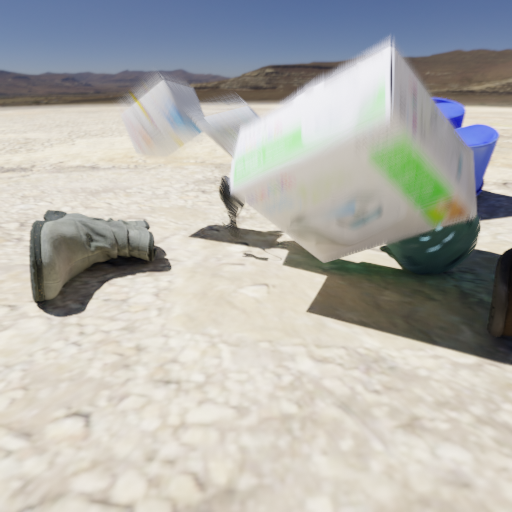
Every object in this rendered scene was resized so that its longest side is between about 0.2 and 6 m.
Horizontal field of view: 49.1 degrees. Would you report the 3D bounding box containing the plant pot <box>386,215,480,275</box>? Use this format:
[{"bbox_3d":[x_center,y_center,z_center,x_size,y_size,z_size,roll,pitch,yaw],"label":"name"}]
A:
[{"bbox_3d":[2.743,-0.724,9.461,1.837,1.837,1.799,-2,33,-5],"label":"plant pot"}]

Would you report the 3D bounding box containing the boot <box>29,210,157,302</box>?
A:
[{"bbox_3d":[-2.559,-0.152,9.130,1.917,0.994,2.935,2,20,-12],"label":"boot"}]

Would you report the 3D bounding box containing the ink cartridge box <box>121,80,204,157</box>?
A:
[{"bbox_3d":[-1.858,-2.735,11.351,1.302,0.958,0.941,-28,-11,30],"label":"ink cartridge box"}]

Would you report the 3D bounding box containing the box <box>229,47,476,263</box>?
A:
[{"bbox_3d":[1.389,-1.268,8.052,2.639,1.276,2.328,-19,-40,38],"label":"box"}]

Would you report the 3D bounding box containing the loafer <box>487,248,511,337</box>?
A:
[{"bbox_3d":[3.862,0.375,7.341,1.008,1.032,2.826,15,24,37],"label":"loafer"}]

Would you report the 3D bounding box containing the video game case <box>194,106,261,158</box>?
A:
[{"bbox_3d":[-0.283,-2.121,9.750,1.228,0.135,1.119,-3,-26,39],"label":"video game case"}]

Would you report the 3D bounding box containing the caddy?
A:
[{"bbox_3d":[3.989,-2.446,14.060,3.975,2.087,2.810,-10,42,-21],"label":"caddy"}]

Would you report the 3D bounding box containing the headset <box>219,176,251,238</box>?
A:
[{"bbox_3d":[-0.165,-1.076,10.715,1.216,0.925,1.969,3,23,15],"label":"headset"}]
